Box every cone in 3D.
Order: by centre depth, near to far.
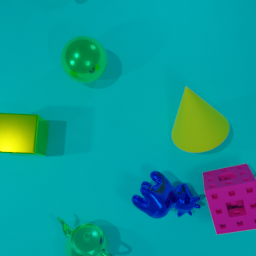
[{"bbox_3d":[1.795,-0.492,7.699,1.672,1.678,1.672,-16,41,15],"label":"cone"}]

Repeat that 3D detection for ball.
[{"bbox_3d":[-1.313,-2.048,8.414,1.393,1.393,1.393,0,81,0],"label":"ball"}]

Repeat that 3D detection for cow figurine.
[{"bbox_3d":[1.107,1.987,7.644,1.715,1.743,0.957,40,119,6],"label":"cow figurine"}]

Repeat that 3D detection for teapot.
[{"bbox_3d":[-1.176,3.118,7.678,1.958,0.959,1.217,28,46,17],"label":"teapot"}]

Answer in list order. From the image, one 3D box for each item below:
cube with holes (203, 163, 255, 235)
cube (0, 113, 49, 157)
[{"bbox_3d":[2.690,1.786,7.205,1.197,1.197,1.197,-15,99,16],"label":"cube with holes"},{"bbox_3d":[-3.052,0.225,8.197,1.119,1.119,1.119,3,81,1],"label":"cube"}]
